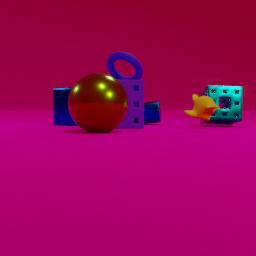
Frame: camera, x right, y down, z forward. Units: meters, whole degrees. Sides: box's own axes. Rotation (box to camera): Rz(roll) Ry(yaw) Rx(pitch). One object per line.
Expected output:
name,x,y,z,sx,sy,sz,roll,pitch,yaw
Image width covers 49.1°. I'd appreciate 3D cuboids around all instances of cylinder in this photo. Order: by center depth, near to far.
cylinder,0.701,-0.501,9.134,0.708,0.708,0.708,-5,3,12

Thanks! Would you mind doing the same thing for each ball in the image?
ball,-0.631,-0.528,6.045,1.296,1.296,1.296,0,4,0

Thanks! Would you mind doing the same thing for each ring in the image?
ring,-0.102,-1.780,8.396,1.163,0.233,1.163,18,-34,12

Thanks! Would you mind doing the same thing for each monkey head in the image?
monkey head,1.869,-0.533,7.264,0.742,0.622,1.032,4,22,-25

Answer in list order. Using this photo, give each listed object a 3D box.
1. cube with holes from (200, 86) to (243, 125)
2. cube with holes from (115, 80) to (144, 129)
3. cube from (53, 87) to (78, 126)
cube with holes,2.715,-0.641,8.236,0.966,0.966,0.966,3,-6,4
cube with holes,-0.261,-0.641,7.687,1.238,1.238,1.238,0,4,-5
cube,-1.560,-0.666,8.845,1.131,1.131,1.131,2,4,24
